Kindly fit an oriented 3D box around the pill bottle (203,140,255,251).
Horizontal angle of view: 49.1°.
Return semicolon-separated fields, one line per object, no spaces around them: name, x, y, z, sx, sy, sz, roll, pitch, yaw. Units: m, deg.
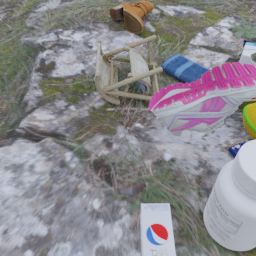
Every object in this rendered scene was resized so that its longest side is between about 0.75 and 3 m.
pill bottle;2.524;1.446;5.883;1.425;2.492;1.425;0;47;0

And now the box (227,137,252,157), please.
box;3.547;0.874;7.992;0.782;0.209;1.291;-19;51;-17

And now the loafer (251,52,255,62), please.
loafer;4.127;-2.154;8.642;0.893;0.311;0.336;-1;71;-42

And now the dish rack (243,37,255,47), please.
dish rack;5.624;-3.682;12.145;1.178;0.321;0.904;-36;57;-29

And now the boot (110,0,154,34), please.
boot;0.528;-5.473;13.406;1.917;0.913;2.478;-27;53;-24

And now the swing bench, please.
swing bench;0.007;-2.051;9.922;2.234;1.449;2.222;-4;48;3

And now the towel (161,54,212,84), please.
towel;2.276;-2.158;10.618;1.088;0.473;1.949;-35;56;-27

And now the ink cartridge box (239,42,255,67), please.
ink cartridge box;4.796;-2.701;10.920;0.760;0.763;1.041;19;49;16

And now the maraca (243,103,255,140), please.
maraca;4.268;0.067;8.164;1.457;1.137;2.125;-25;64;-35

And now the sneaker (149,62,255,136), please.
sneaker;1.872;-0.575;6.344;2.648;1.168;1.077;-15;35;27

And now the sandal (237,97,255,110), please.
sandal;3.920;-0.902;9.338;1.739;0.638;0.572;-5;55;1

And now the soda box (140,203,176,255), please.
soda box;0.638;2.714;5.916;0.680;0.727;2.136;0;47;0
